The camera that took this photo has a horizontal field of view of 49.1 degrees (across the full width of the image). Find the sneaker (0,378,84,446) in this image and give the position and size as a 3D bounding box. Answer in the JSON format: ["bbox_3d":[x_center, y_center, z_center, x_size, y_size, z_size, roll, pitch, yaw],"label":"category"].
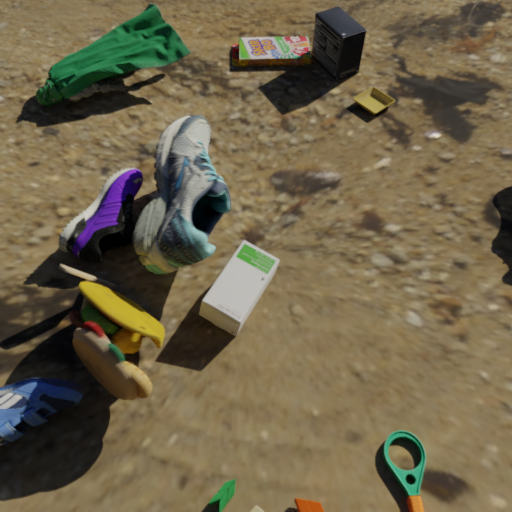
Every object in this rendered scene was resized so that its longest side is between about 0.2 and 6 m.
[{"bbox_3d":[-3.354,2.229,7.812,1.948,0.720,0.801,-14,56,-1],"label":"sneaker"}]

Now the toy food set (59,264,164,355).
[{"bbox_3d":[-2.252,0.964,8.523,2.005,1.180,0.655,32,93,38],"label":"toy food set"}]

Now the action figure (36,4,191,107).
[{"bbox_3d":[-3.326,-4.221,12.395,3.345,0.915,1.976,-30,60,-12],"label":"action figure"}]

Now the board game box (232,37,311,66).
[{"bbox_3d":[0.347,-4.849,13.275,1.840,0.276,0.879,-3,54,1],"label":"board game box"}]

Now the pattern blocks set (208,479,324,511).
[{"bbox_3d":[0.160,3.943,6.832,2.135,0.197,2.428,-35,61,-23],"label":"pattern blocks set"}]

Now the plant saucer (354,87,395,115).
[{"bbox_3d":[2.565,-3.348,12.212,0.661,0.160,0.661,-34,60,-23],"label":"plant saucer"}]

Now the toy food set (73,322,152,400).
[{"bbox_3d":[-2.066,1.476,7.795,0.322,1.322,1.308,-41,106,-31],"label":"toy food set"}]

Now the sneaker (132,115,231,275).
[{"bbox_3d":[-0.989,-1.141,9.665,1.366,1.228,3.164,-7,60,26],"label":"sneaker"}]

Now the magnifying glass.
[{"bbox_3d":[2.075,3.069,7.509,0.578,0.163,1.452,-3,55,-2],"label":"magnifying glass"}]

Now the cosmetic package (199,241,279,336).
[{"bbox_3d":[-0.266,0.516,9.075,0.729,0.575,1.355,28,57,6],"label":"cosmetic package"}]

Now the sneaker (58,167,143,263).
[{"bbox_3d":[-2.458,-0.651,9.959,1.012,0.707,2.035,27,63,13],"label":"sneaker"}]

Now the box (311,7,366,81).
[{"bbox_3d":[1.855,-4.813,12.692,0.691,1.113,1.122,-24,58,-16],"label":"box"}]
